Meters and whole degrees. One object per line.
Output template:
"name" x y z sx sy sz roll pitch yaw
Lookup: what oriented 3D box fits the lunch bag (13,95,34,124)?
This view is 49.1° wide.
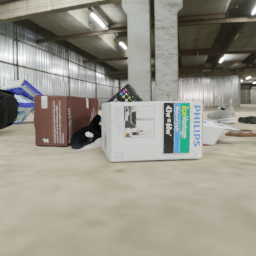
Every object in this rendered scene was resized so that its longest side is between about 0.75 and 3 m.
"lunch bag" -5.889 -0.930 13.089 2.490 1.587 2.117 -9 0 24

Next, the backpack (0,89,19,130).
"backpack" -4.899 -0.574 8.452 2.464 1.560 2.056 3 -9 19

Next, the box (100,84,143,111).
"box" -0.272 -1.144 13.277 1.740 1.082 1.292 -41 3 8

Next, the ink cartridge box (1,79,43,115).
"ink cartridge box" -4.668 -1.355 14.508 2.966 0.697 2.931 1 -35 44

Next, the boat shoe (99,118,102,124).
"boat shoe" -1.514 -0.397 13.883 1.226 0.379 0.446 1 4 7

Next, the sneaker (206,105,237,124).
"sneaker" 4.872 -0.726 14.512 0.852 0.934 2.279 -1 5 -16

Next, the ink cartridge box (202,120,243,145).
"ink cartridge box" 1.088 -0.038 6.594 2.751 0.510 1.303 6 9 -10

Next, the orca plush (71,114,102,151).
"orca plush" -0.510 0.038 6.190 1.939 0.689 1.020 -4 6 -45

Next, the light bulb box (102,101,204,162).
"light bulb box" 0.339 -0.002 5.011 1.513 0.944 1.499 -1 4 -10

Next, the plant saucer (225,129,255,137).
"plant saucer" 3.360 0.144 8.306 0.923 0.169 0.923 -1 5 0

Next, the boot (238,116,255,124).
"boot" 6.208 -0.395 14.001 0.771 0.409 1.171 3 6 -35

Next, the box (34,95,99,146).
"box" -1.416 -0.229 6.961 0.829 1.107 2.211 1 5 14
